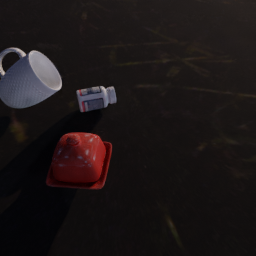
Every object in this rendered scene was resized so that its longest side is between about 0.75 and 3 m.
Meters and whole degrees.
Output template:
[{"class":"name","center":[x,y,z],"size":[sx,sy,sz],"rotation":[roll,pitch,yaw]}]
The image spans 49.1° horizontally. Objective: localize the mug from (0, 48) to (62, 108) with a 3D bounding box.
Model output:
[{"class":"mug","center":[-3.289,-1.574,8.709],"size":[1.640,1.870,1.381],"rotation":[-29,14,18]}]

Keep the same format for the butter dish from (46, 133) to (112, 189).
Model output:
[{"class":"butter dish","center":[-1.319,0.646,7.290],"size":[1.591,1.179,1.595],"rotation":[3,45,8]}]

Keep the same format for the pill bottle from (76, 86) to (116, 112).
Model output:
[{"class":"pill bottle","center":[-1.022,-0.972,9.118],"size":[1.196,0.715,0.715],"rotation":[-11,51,-9]}]
